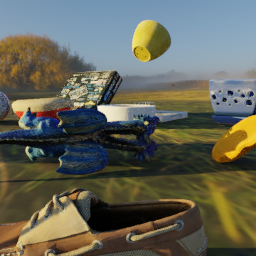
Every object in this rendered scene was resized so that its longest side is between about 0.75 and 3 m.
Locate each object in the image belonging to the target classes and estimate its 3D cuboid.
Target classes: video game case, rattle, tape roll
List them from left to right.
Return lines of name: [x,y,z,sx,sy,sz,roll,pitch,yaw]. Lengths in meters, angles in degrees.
tape roll: [-0.051,-0.377,8.528,1.796,0.628,1.796,0,8,0]
video game case: [0.811,-0.510,11.162,2.443,0.280,2.223,6,9,33]
rattle: [2.573,0.398,3.090,2.657,1.898,1.730,15,40,0]

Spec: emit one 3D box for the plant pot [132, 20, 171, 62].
plant pot: [0.739,-3.106,10.519,1.467,1.467,1.041,6,52,40]

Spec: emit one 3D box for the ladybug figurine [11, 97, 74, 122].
ladybug figurine: [-2.661,-0.536,8.852,2.195,0.789,1.490,-1,7,25]

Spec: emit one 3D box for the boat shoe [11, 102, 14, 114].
boat shoe: [-3.678,-0.557,10.554,0.571,0.515,1.588,-6,-17,32]

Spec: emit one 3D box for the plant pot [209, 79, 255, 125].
plant pot: [3.602,-0.836,8.990,1.586,1.426,1.586,5,8,39]

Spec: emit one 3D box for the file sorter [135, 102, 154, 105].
file sorter: [0.851,-1.040,14.349,0.903,0.562,0.627,-3,8,-25]

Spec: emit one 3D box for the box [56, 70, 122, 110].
box: [-1.756,-1.392,11.530,2.619,2.082,0.602,5,-33,36]

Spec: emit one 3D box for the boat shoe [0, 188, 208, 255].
boat shoe: [-0.266,0.543,1.439,1.353,0.486,0.512,0,7,-1]

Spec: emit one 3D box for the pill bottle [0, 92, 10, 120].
pill bottle: [-5.081,-0.712,9.478,1.066,1.066,1.880,3,7,23]

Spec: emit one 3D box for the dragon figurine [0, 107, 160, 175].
dragon figurine: [-0.713,0.133,3.609,1.322,0.782,2.658,7,8,45]
